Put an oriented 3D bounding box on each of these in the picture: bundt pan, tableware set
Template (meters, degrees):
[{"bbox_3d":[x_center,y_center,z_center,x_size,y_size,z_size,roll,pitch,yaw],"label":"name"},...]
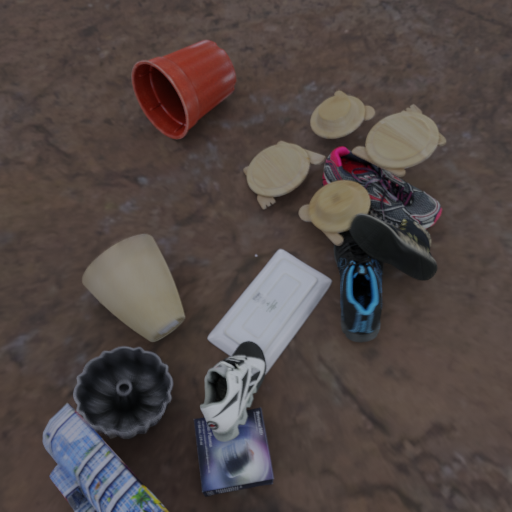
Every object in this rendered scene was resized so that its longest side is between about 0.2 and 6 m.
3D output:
[{"bbox_3d":[-2.289,2.449,9.772,1.671,0.627,1.671,4,48,-5],"label":"bundt pan"},{"bbox_3d":[1.749,-2.080,11.889,3.822,0.443,3.193,-44,54,-6],"label":"tableware set"}]

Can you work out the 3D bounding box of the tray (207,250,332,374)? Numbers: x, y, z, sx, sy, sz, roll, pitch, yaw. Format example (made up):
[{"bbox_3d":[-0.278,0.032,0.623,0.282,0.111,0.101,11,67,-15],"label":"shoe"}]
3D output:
[{"bbox_3d":[0.300,1.004,10.916,1.333,0.275,2.483,32,66,17],"label":"tray"}]

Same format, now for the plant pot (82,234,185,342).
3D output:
[{"bbox_3d":[-2.119,0.717,10.470,1.557,1.557,1.663,-34,76,-17],"label":"plant pot"}]

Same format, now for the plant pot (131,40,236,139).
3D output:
[{"bbox_3d":[-1.552,-3.950,12.870,1.864,1.864,1.812,39,61,19],"label":"plant pot"}]

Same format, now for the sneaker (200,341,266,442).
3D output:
[{"bbox_3d":[-0.397,2.011,9.382,0.732,0.875,1.977,-17,30,25],"label":"sneaker"}]

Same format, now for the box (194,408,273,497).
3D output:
[{"bbox_3d":[-0.381,3.283,9.405,1.176,0.731,1.186,-8,62,-6],"label":"box"}]

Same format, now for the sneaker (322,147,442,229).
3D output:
[{"bbox_3d":[2.615,-1.376,11.813,2.654,0.991,1.070,25,64,13],"label":"sneaker"}]

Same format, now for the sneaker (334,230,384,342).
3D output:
[{"bbox_3d":[2.066,0.260,10.833,0.980,1.096,2.676,-3,58,3],"label":"sneaker"}]

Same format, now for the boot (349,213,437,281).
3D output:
[{"bbox_3d":[2.698,-0.379,11.021,1.859,0.671,1.404,33,29,-1],"label":"boot"}]

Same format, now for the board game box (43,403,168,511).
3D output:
[{"bbox_3d":[-2.231,3.573,8.387,2.912,2.914,0.899,31,60,32],"label":"board game box"}]
